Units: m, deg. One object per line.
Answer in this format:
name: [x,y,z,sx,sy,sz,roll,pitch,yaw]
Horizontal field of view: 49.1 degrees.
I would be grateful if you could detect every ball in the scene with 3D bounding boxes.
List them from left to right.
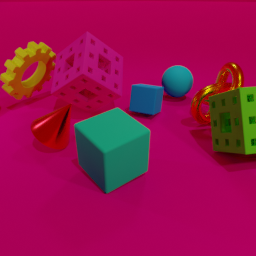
ball: [1.527,-1.442,8.703,0.974,0.974,0.974,0,26,0]

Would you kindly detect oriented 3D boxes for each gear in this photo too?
gear: [-2.785,-1.607,7.980,0.318,1.721,1.721,38,38,11]

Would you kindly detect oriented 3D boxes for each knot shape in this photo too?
knot shape: [2.173,-0.771,7.024,0.760,1.644,1.539,44,82,9]

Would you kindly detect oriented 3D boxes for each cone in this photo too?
cone: [-1.443,-0.190,5.989,0.920,0.923,0.920,32,27,-19]

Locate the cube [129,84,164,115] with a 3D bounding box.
cube: [0.516,-0.805,7.713,0.715,0.715,0.715,11,15,21]

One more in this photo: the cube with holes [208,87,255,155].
cube with holes: [2.470,-0.155,5.582,1.177,1.177,1.177,-5,0,-11]

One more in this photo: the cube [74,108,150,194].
cube: [-0.282,0.368,5.031,0.961,0.961,0.961,-24,42,-30]

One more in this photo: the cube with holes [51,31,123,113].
cube with holes: [-1.043,-1.399,7.379,1.286,1.286,1.286,-21,-34,38]
